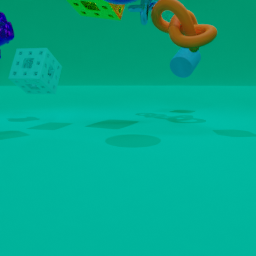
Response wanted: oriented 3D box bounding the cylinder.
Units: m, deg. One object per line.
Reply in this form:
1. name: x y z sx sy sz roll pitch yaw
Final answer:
1. cylinder: 2.290 -2.651 11.168 0.960 0.960 0.960 7 43 35

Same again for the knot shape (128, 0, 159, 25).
1. knot shape: 0.557 -3.906 8.870 0.652 1.411 1.321 37 -12 -30

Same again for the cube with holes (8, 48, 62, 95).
1. cube with holes: -2.431 -1.487 7.447 0.882 0.882 0.882 3 -19 14

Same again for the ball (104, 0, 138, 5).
1. ball: -0.118 -2.608 4.325 1.287 1.287 1.287 0 9 0

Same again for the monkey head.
1. monkey head: -3.955 -2.785 8.225 1.010 1.677 1.206 -38 1 -24

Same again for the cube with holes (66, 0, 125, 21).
1. cube with holes: -0.729 -3.395 6.552 1.154 1.154 1.154 15 -3 19

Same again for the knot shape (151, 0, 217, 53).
1. knot shape: 1.722 -2.865 8.169 2.040 0.943 1.909 17 29 -35
